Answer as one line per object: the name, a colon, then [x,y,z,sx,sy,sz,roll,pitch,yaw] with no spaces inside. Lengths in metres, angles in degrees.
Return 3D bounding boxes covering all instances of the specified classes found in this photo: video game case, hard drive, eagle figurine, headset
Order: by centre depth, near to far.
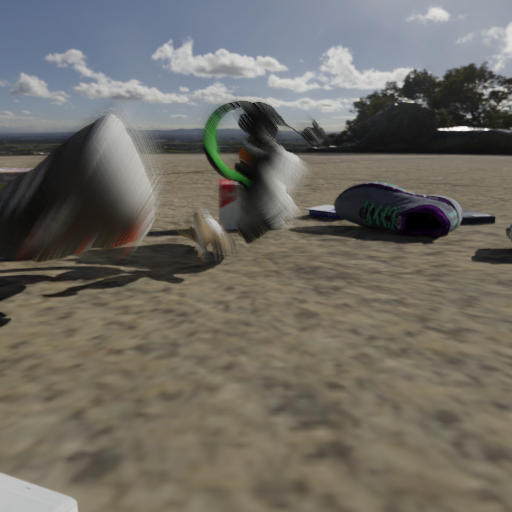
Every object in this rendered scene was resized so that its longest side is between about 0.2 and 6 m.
hard drive: [-1.277,1.265,2.419,0.553,0.110,0.839,6,13,24]
eagle figurine: [-0.629,-0.253,7.257,0.592,0.589,0.780,-8,-7,-25]
headset: [0.049,-1.562,7.576,1.773,1.095,0.833,-1,15,23]
video game case: [3.785,-0.890,11.904,1.481,0.197,2.073,-3,12,-14]

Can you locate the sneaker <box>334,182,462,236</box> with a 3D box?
sneaker: [2.420,-0.814,10.111,2.366,0.880,1.035,8,20,29]

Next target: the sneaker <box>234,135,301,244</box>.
sneaker: [0.013,-1.072,8.497,0.910,0.976,2.462,-33,26,28]

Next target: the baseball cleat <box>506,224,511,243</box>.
baseball cleat: [5.011,-0.421,8.360,2.344,0.818,1.248,4,13,13]

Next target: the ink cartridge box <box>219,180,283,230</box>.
ink cartridge box: [-0.094,-0.969,10.532,1.206,0.879,0.500,-1,17,-6]

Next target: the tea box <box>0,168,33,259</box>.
tea box: [-3.480,-0.652,8.318,1.296,1.275,0.866,-2,12,-10]

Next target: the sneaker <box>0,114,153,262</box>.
sneaker: [-2.004,-0.396,5.571,1.214,1.142,2.964,-26,1,-35]

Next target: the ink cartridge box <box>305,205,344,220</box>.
ink cartridge box: [1.656,-0.925,12.024,0.948,0.225,0.959,10,18,33]
